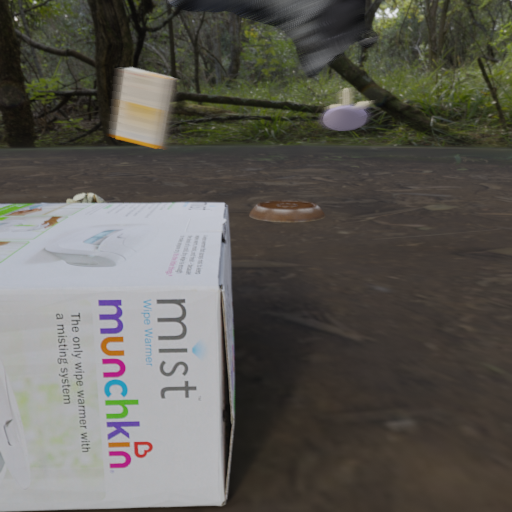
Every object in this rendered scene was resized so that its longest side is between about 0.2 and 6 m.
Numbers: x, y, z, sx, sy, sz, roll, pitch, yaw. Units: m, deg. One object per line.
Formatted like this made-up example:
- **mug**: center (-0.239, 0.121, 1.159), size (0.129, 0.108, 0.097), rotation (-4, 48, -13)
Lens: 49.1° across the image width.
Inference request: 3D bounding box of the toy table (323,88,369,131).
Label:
- **toy table**: center (1.832, -2.918, 11.346), size (0.863, 0.793, 0.505), rotation (8, 52, 15)

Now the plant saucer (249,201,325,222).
- **plant saucer**: center (0.740, -1.099, 13.461), size (1.823, 0.292, 1.823), rotation (-1, 13, 0)

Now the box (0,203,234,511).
- **box**: center (-1.557, 0.442, 4.584), size (2.742, 1.503, 3.108), rotation (0, 13, -3)

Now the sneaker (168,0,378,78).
- **sneaker**: center (0.312, -2.832, 6.512), size (2.556, 1.455, 0.965), rotation (-17, 3, -19)

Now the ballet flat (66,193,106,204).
- **ballet flat**: center (-4.085, -1.286, 13.689), size (0.556, 0.514, 1.649), rotation (10, 16, 11)

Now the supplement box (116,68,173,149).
- **supplement box**: center (-2.283, -3.016, 11.444), size (0.902, 1.432, 0.526), rotation (14, 22, -1)
